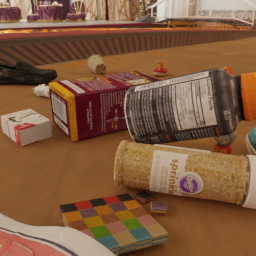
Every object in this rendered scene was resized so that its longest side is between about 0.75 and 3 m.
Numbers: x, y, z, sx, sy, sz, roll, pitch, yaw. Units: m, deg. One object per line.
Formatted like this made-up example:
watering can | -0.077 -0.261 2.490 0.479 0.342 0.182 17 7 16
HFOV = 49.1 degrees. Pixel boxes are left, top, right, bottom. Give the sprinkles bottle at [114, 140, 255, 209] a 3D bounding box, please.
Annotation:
sprinkles bottle | 1.060 0.774 4.870 2.532 0.864 0.864 7 24 12

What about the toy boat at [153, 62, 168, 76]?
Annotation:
toy boat | 1.576 -2.903 13.676 0.653 0.654 1.001 6 24 14

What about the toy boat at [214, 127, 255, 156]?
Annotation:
toy boat | 2.751 0.375 5.758 2.014 0.936 1.693 -1 25 -2

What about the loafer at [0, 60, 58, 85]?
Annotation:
loafer | -4.551 -2.433 12.125 2.908 1.021 0.987 0 23 0

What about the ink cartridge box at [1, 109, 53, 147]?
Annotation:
ink cartridge box | -2.652 -0.047 7.285 0.869 0.491 1.184 -22 32 -39

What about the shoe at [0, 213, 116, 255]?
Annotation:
shoe | -1.337 1.656 2.875 2.756 0.985 1.254 7 25 27

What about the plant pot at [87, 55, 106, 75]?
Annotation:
plant pot | -1.508 -3.106 14.035 0.907 0.907 0.830 -10 36 -22

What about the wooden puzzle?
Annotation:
wooden puzzle | -0.253 1.389 4.124 2.081 0.146 1.234 -3 16 -27

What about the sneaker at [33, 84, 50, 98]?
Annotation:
sneaker | -3.169 -1.329 10.429 0.502 0.441 1.254 -22 24 -26

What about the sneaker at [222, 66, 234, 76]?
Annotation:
sneaker | 3.993 -1.847 11.330 0.920 0.870 2.384 26 34 9

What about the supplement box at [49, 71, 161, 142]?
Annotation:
supplement box | -0.556 -0.735 7.932 2.881 1.234 1.590 -13 27 -28

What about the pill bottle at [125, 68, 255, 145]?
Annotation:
pill bottle | 1.223 -0.395 5.282 2.354 1.251 1.251 -9 19 21
